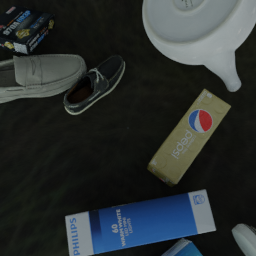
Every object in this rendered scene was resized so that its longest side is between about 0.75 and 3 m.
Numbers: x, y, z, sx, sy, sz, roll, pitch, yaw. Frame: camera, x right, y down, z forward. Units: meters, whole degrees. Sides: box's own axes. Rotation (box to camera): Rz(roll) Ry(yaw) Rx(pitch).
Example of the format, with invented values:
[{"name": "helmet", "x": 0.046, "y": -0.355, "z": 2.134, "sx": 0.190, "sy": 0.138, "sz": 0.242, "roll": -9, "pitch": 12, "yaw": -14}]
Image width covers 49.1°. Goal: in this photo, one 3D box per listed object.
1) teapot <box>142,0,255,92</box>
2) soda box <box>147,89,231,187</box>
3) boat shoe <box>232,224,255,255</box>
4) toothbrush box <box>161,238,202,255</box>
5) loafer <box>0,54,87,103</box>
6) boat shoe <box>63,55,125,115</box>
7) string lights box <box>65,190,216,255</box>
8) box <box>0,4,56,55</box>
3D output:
[{"name": "teapot", "x": 1.860, "y": -2.789, "z": 6.824, "sx": 2.825, "sy": 2.091, "sz": 2.863, "roll": 31, "pitch": 101, "yaw": 32}, {"name": "soda box", "x": 1.401, "y": 0.237, "z": 6.553, "sx": 0.766, "sy": 0.724, "sz": 2.260, "roll": 36, "pitch": 76, "yaw": 10}, {"name": "boat shoe", "x": 3.276, "y": 2.861, "z": 5.722, "sx": 0.835, "sy": 0.927, "sz": 2.623, "roll": -42, "pitch": 85, "yaw": -11}, {"name": "toothbrush box", "x": 1.254, "y": 3.465, "z": 5.521, "sx": 1.443, "sy": 0.841, "sz": 1.971, "roll": -37, "pitch": 77, "yaw": -10}, {"name": "loafer", "x": -2.467, "y": -1.272, "z": 6.847, "sx": 2.899, "sy": 1.012, "sz": 1.014, "roll": -17, "pitch": 74, "yaw": -5}, {"name": "boat shoe", "x": -0.801, "y": -1.155, "z": 7.011, "sx": 0.714, "sy": 0.672, "sz": 1.987, "roll": 42, "pitch": 76, "yaw": 12}, {"name": "string lights box", "x": 0.226, "y": 1.920, "z": 5.706, "sx": 2.671, "sy": 1.372, "sz": 0.787, "roll": -10, "pitch": 74, "yaw": -3}, {"name": "box", "x": -2.787, "y": -2.577, "z": 7.269, "sx": 1.250, "sy": 0.362, "sz": 1.572, "roll": 16, "pitch": 49, "yaw": 6}]
